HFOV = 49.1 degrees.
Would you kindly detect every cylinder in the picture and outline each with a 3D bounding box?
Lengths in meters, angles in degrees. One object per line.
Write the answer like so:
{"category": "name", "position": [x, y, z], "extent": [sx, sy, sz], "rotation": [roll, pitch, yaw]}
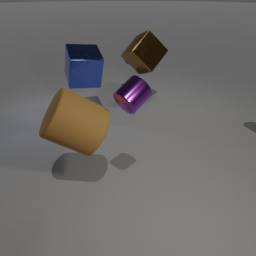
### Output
{"category": "cylinder", "position": [0.116, -0.818, 6.924], "extent": [0.700, 0.700, 0.700], "rotation": [-47, 46, -16]}
{"category": "cylinder", "position": [-1.406, -0.148, 7.414], "extent": [1.400, 1.400, 1.400], "rotation": [26, 19, -24]}

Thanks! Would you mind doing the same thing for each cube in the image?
{"category": "cube", "position": [0.781, -3.631, 13.597], "extent": [1.400, 1.400, 1.400], "rotation": [-53, 22, -10]}
{"category": "cube", "position": [-1.930, -2.677, 12.117], "extent": [1.400, 1.400, 1.400], "rotation": [-4, 43, -19]}

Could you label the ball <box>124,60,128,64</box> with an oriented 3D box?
{"category": "ball", "position": [0.114, -3.760, 15.041], "extent": [0.700, 0.700, 0.700], "rotation": [0, 28, 0]}
